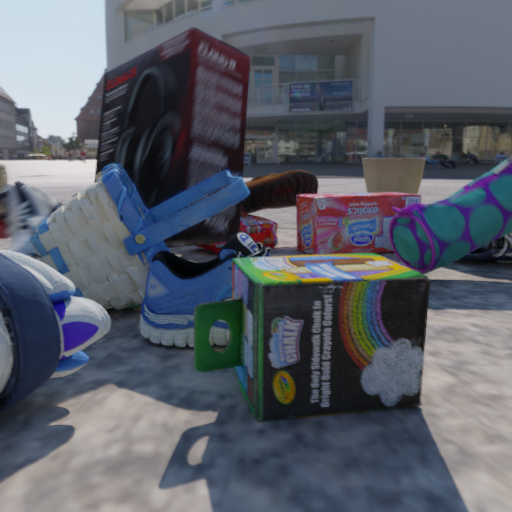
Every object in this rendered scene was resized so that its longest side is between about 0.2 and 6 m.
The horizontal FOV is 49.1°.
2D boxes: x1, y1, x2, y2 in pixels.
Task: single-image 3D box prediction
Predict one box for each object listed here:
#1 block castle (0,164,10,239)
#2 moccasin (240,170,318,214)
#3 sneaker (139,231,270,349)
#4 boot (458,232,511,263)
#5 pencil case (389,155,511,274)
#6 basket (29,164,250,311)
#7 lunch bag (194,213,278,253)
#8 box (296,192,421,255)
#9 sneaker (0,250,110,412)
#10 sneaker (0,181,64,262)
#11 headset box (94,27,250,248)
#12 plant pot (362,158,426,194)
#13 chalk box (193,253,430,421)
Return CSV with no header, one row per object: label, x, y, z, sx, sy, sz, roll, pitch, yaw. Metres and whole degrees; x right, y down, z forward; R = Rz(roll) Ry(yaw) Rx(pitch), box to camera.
block castle,-5.729,-0.719,8.803,3.401,1.596,2.273,9,16,22
moccasin,0.367,-1.350,11.854,2.283,0.835,0.881,-21,26,-31
sneaker,0.047,0.325,5.282,2.390,1.065,0.939,2,10,6
boot,4.238,-0.188,9.010,1.125,0.906,2.490,-9,4,-39
pencil case,3.193,-0.653,8.342,2.397,1.108,1.020,-26,20,-16
basket,-1.273,-0.372,6.762,2.398,1.668,2.115,-31,12,0
lunch bag,-0.370,-0.449,10.808,1.591,0.652,1.402,-7,16,-40
box,1.928,-0.630,10.654,2.165,1.111,1.025,-4,10,-17
sneaker,-1.680,0.564,3.276,2.089,1.149,2.853,-10,17,-39
sneaker,-3.435,-0.430,8.139,1.300,0.797,1.997,36,32,-4
headset box,-1.518,-1.980,9.670,2.637,3.543,1.368,-3,-8,44
plant pot,3.665,-1.745,15.073,1.645,1.757,1.645,0,10,0
chalk box,0.320,0.548,4.196,1.591,0.993,0.986,-1,10,-11
